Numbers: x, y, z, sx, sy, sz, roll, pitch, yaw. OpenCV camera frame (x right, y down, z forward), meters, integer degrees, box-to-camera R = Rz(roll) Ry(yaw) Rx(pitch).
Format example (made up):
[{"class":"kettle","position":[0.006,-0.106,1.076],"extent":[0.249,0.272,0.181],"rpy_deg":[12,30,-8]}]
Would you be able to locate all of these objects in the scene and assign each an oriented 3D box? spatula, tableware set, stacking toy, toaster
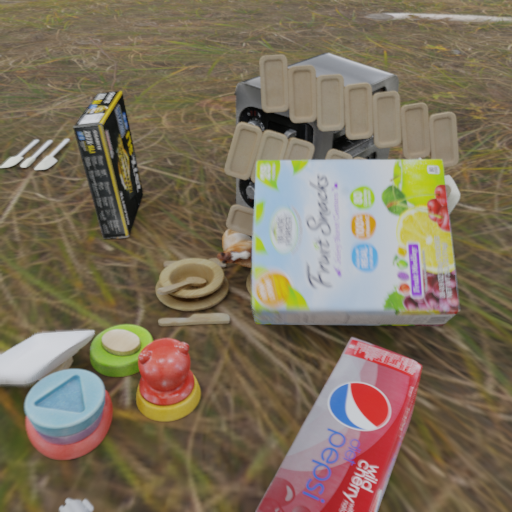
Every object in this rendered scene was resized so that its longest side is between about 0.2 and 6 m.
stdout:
[{"class":"spatula","position":[3.040,-1.086,10.997],"extent":[0.206,1.779,2.559],"rpy_deg":[20,31,-15]},{"class":"tableware set","position":[-0.314,0.359,9.727],"extent":[2.871,0.575,1.898],"rpy_deg":[-3,34,-5]},{"class":"spatula","position":[-5.684,-2.666,14.671],"extent":[1.278,0.148,1.838],"rpy_deg":[-1,33,9]},{"class":"stacking toy","position":[-2.117,1.504,7.694],"extent":[2.279,0.962,2.063],"rpy_deg":[-18,38,-26]},{"class":"toaster","position":[1.256,-2.292,11.567],"extent":[1.996,3.041,3.363],"rpy_deg":[30,44,32]}]

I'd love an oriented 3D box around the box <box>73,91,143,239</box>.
[{"class":"box","position":[-2.917,-1.860,11.378],"extent":[0.597,2.421,1.933],"rpy_deg":[-5,33,1]}]

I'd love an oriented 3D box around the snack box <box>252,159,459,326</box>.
[{"class":"snack box","position":[1.419,-0.205,8.604],"extent":[2.921,0.989,2.464],"rpy_deg":[-1,69,4]}]

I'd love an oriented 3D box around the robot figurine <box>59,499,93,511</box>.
[{"class":"robot figurine","position":[-1.983,2.916,6.206],"extent":[0.491,0.277,0.416],"rpy_deg":[31,79,38]}]

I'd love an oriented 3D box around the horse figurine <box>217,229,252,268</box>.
[{"class":"horse figurine","position":[-0.080,-0.223,10.270],"extent":[1.505,0.567,2.271],"rpy_deg":[-6,21,-10]}]

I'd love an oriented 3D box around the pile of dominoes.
[{"class":"pile of dominoes","position":[1.458,-1.491,9.754],"extent":[3.875,3.021,0.617],"rpy_deg":[16,16,-5]}]

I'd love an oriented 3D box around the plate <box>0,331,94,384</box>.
[{"class":"plate","position":[-3.158,1.466,7.964],"extent":[1.332,0.216,1.335],"rpy_deg":[-8,17,30]}]

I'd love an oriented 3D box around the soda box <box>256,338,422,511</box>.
[{"class":"soda box","position":[0.955,2.373,6.266],"extent":[0.997,1.100,3.143],"rpy_deg":[16,37,23]}]
